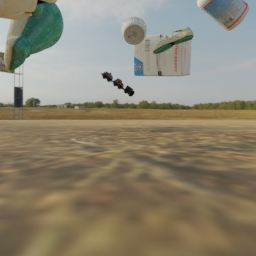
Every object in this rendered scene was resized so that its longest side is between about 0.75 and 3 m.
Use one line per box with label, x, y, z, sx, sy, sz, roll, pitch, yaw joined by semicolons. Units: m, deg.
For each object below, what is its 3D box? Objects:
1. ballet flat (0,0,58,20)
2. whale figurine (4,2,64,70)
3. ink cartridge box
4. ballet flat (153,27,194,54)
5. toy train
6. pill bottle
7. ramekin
ballet flat;-1.713;-2.287;4.478;1.022;1.022;2.796;1;30;18
whale figurine;-3.026;-3.054;9.130;1.529;2.947;2.344;20;-42;-17
ink cartridge box;1.234;-2.610;10.141;1.966;1.422;0.828;9;17;34
ballet flat;1.384;-2.794;8.881;1.391;0.483;0.483;-17;-5;23
toy train;-0.368;-1.700;10.592;1.463;0.335;0.249;33;-8;-7
pill bottle;2.803;-3.918;8.680;1.750;0.951;0.951;34;-7;-14
ramekin;0.206;-3.202;9.348;0.876;0.876;0.460;0;42;-1
